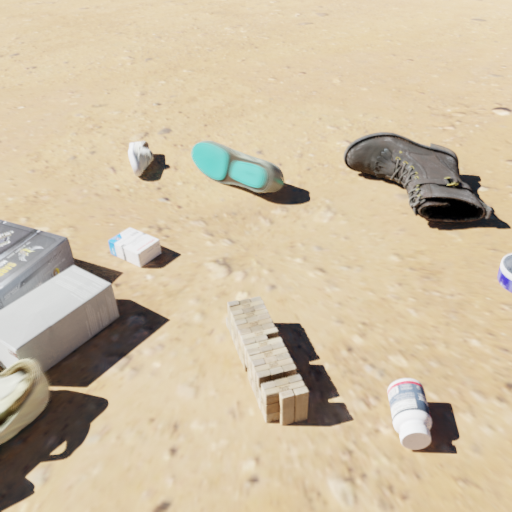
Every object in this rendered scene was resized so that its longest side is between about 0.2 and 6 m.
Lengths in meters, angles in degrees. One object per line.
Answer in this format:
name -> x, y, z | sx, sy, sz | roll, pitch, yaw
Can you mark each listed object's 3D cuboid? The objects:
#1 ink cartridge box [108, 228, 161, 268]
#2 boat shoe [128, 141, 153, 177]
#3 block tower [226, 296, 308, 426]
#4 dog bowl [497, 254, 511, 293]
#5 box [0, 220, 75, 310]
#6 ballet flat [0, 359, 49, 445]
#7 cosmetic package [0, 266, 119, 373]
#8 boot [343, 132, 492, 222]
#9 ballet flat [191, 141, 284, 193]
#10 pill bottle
ink cartridge box -> -2.365, -0.176, 10.934 | 0.831, 0.357, 0.608 | 23, 41, 28
boat shoe -> -2.845, -2.475, 13.960 | 0.542, 0.550, 1.551 | -17, 31, -1
block tower -> 0.101, 1.479, 8.412 | 0.594, 0.635, 2.198 | -11, 36, -15
dog bowl -> 4.915, 0.347, 10.200 | 0.925, 0.364, 0.925 | 0, 36, 0
box -> -5.189, 0.524, 9.573 | 2.591, 0.791, 3.272 | 14, 38, 19
ballet flat -> -3.763, 2.304, 6.962 | 0.938, 0.867, 2.781 | 25, 42, 13
cosmetic package -> -3.236, 1.033, 8.883 | 1.008, 0.851, 1.887 | 23, 45, 30
boot -> 3.487, -1.716, 12.503 | 3.020, 1.045, 2.629 | 6, 35, 4
ballet flat -> -0.444, -2.065, 13.286 | 2.628, 0.885, 0.837 | 27, 19, 36
pill bottle -> 2.087, 2.142, 7.574 | 0.513, 0.513, 0.857 | 2, 37, 2
